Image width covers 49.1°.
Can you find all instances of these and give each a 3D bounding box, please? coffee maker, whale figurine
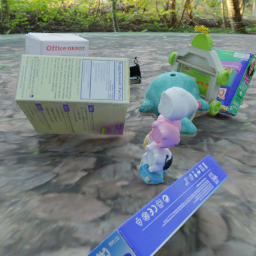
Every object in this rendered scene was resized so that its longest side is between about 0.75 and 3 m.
[{"bbox_3d":[-0.143,-2.623,13.404,1.337,1.285,0.901,-10,-14,-16],"label":"coffee maker"},{"bbox_3d":[1.391,-0.763,8.475,2.168,1.414,2.725,0,33,6],"label":"whale figurine"}]

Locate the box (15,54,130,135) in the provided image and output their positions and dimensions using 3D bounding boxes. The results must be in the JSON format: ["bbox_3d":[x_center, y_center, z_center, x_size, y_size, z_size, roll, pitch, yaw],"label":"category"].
[{"bbox_3d":[-1.321,-0.761,7.451,2.570,1.242,2.260,2,-21,-4],"label":"box"}]

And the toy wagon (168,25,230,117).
[{"bbox_3d":[2.299,-1.860,9.371,0.586,2.961,2.297,-14,36,-36],"label":"toy wagon"}]

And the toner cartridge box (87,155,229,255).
[{"bbox_3d":[0.552,1.311,4.319,2.388,1.134,0.516,-25,67,-44],"label":"toner cartridge box"}]

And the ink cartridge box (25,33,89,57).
[{"bbox_3d":[-2.461,-1.892,9.813,1.887,2.583,1.089,-17,34,-41],"label":"ink cartridge box"}]

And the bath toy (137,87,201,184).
[{"bbox_3d":[0.813,0.136,5.778,0.826,2.235,0.972,-5,42,-26],"label":"bath toy"}]

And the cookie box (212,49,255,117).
[{"bbox_3d":[3.375,-1.669,10.072,0.778,2.071,1.772,19,5,-43],"label":"cookie box"}]
